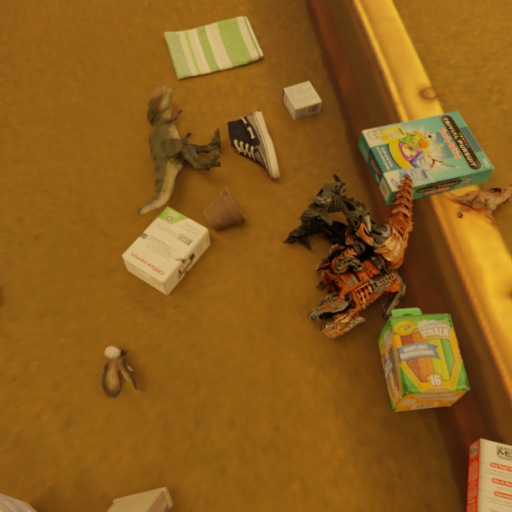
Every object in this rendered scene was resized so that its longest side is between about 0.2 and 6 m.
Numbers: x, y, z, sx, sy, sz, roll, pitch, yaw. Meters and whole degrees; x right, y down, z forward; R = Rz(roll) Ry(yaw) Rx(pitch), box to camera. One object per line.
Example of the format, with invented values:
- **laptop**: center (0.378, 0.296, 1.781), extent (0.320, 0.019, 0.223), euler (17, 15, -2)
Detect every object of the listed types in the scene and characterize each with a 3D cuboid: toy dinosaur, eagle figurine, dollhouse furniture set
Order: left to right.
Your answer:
- **eagle figurine**: center (-2.132, 1.802, 8.812), extent (0.548, 0.551, 0.726), euler (8, 53, -19)
- **dollhouse furniture set**: center (-1.716, 4.354, 7.337), extent (1.772, 1.225, 1.877), euler (-19, 91, 14)
- **toy dinosaur**: center (-1.427, -1.998, 10.762), extent (1.496, 0.806, 3.396), euler (-4, 51, -2)
- **toy dinosaur**: center (1.743, -0.152, 9.652), extent (2.192, 1.650, 3.230), euler (37, 46, 4)
- **toy dinosaur**: center (4.232, -1.070, 10.504), extent (1.241, 0.532, 0.841), euler (13, 49, 26)

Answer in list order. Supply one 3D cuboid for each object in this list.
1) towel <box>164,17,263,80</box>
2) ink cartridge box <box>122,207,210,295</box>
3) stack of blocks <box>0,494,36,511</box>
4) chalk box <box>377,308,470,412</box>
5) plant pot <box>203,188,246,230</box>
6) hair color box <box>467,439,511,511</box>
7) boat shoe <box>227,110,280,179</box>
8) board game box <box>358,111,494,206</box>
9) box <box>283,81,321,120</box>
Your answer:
- **towel**: center (-0.982, -4.805, 12.838), extent (2.007, 0.235, 1.531), euler (-15, 61, -9)
- **ink cartridge box**: center (-1.569, -0.095, 9.871), extent (0.934, 0.539, 1.283), euler (30, 63, 17)
- **stack of blocks**: center (-3.346, 3.585, 6.835), extent (0.593, 2.024, 1.166), euler (31, 63, 17)
- **chalk box**: center (2.510, 1.487, 8.689), extent (0.974, 0.969, 1.565), euler (-4, 60, -3)
- **plant pot**: center (-0.615, -0.795, 10.263), extent (0.622, 0.713, 0.713), euler (-30, 63, 2)
- **hair color box**: center (3.411, 3.496, 7.774), extent (0.834, 0.503, 1.643), euler (12, 61, 8)
- **boat shoe**: center (-0.073, -2.115, 11.100), extent (0.781, 0.629, 1.684), euler (-16, 55, 1)
- **board game box**: center (3.288, -1.949, 11.000), extent (2.092, 0.491, 1.579), euler (-14, 60, -8)
- **box**: center (0.965, -3.291, 11.874), extent (0.608, 0.347, 0.661), euler (-19, 62, -10)
